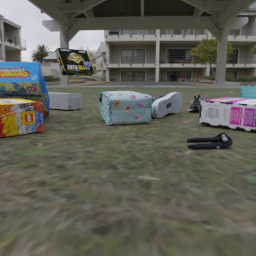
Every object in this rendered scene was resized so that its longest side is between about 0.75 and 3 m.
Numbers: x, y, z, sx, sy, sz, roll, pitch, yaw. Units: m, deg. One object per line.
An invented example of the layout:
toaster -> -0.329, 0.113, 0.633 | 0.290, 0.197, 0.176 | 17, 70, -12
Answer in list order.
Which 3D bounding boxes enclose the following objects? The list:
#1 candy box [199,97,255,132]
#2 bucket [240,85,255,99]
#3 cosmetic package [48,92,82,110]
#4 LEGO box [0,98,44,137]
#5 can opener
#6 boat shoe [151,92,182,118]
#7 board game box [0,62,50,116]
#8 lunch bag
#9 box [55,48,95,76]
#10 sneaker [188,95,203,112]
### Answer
candy box -> 3.902, -0.434, 8.736 | 2.741, 0.836, 1.869 | 10, 15, 44
bucket -> 5.118, -0.917, 10.226 | 1.939, 1.261, 1.939 | 1, 11, 0
cosmetic package -> -3.269, -1.324, 13.626 | 1.892, 0.853, 1.011 | 3, 7, 28
LEGO box -> -3.774, -0.366, 8.266 | 1.690, 0.876, 2.270 | -9, 14, -40
can opener -> 1.831, 0.340, 6.274 | 1.059, 0.416, 0.336 | -5, 50, -12
boat shoe -> 1.473, -0.982, 11.604 | 0.759, 0.920, 2.680 | 6, 14, 32
board game box -> -4.331, -1.271, 9.940 | 2.717, 0.775, 2.775 | -2, -20, -9
lunch bag -> -0.163, -0.781, 9.941 | 1.560, 1.117, 1.832 | -4, 17, -17
box -> -1.917, -2.381, 10.129 | 1.236, 0.987, 0.305 | -7, -19, -40
sneaker -> 3.140, -1.159, 12.923 | 0.695, 0.747, 1.730 | 1, 11, 14
